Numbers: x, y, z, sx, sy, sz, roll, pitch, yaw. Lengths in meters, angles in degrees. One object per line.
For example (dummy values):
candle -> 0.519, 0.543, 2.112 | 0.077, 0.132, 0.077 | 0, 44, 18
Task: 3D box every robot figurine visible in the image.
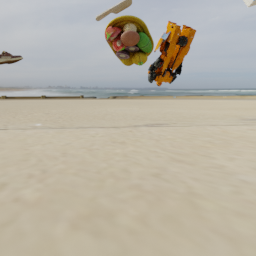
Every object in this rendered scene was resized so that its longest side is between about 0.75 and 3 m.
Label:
robot figurine -> 1.702, -2.943, 11.522 | 1.897, 2.617, 0.762 | -5, 41, -40

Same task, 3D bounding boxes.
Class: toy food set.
toy food set -> -0.006, -2.003, 6.588 | 1.051, 0.583, 1.786 | -15, -33, 19

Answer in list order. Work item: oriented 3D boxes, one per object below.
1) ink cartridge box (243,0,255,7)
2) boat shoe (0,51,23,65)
ink cartridge box -> 3.628, -3.806, 7.644 | 0.906, 0.567, 0.582 | -23, -11, -18
boat shoe -> -4.351, -2.552, 10.023 | 0.458, 0.457, 1.269 | -13, 9, 38
